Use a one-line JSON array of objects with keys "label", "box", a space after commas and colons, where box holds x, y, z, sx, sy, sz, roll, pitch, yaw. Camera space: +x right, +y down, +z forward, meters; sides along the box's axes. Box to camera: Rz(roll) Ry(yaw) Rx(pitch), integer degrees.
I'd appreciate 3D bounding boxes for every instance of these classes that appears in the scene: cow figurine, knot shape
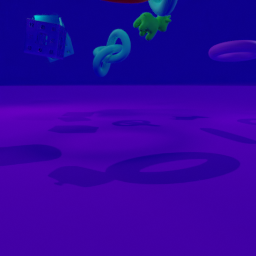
[{"label": "cow figurine", "box": [0.900, -3.748, 9.922, 0.690, 1.237, 1.257, 44, 7, 31]}, {"label": "knot shape", "box": [-0.606, -2.188, 8.485, 0.693, 1.404, 1.501, 39, -19, -23]}]

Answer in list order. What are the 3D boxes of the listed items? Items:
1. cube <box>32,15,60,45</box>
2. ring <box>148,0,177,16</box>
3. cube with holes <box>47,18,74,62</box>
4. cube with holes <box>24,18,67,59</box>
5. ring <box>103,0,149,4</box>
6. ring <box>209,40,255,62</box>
[{"label": "cube", "box": [-2.803, -3.338, 9.619, 0.837, 0.837, 0.837, -12, 8, -25]}, {"label": "ring", "box": [0.830, -3.801, 7.104, 0.364, 1.819, 1.819, -12, 12, -11]}, {"label": "cube with holes", "box": [-2.846, -3.422, 10.937, 1.018, 1.018, 1.018, -20, -35, 1]}, {"label": "cube with holes", "box": [-2.210, -2.374, 7.580, 0.848, 0.848, 0.848, 10, 11, -2]}, {"label": "ring", "box": [-0.428, -2.673, 4.645, 2.097, 0.419, 2.097, 10, 43, -10]}, {"label": "ring", "box": [3.377, -2.374, 8.726, 1.670, 0.334, 1.670, 1, 2, 0]}]
